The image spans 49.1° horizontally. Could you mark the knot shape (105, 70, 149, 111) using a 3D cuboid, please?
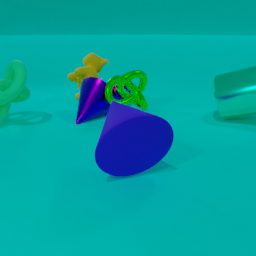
[{"bbox_3d":[0.090,-0.939,7.685,1.341,1.255,0.620,-25,30,40],"label":"knot shape"}]

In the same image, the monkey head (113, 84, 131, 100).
[{"bbox_3d":[-0.429,-1.327,9.554,1.373,0.827,0.988,-30,48,0],"label":"monkey head"}]

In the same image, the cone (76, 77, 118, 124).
[{"bbox_3d":[-1.169,-0.563,8.239,1.336,1.336,1.341,11,49,28],"label":"cone"}]

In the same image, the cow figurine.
[{"bbox_3d":[-1.314,-1.846,10.181,1.664,1.691,0.928,-19,0,-45],"label":"cow figurine"}]

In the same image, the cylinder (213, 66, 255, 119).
[{"bbox_3d":[3.270,-0.997,7.947,1.324,1.324,1.324,-10,13,32],"label":"cylinder"}]

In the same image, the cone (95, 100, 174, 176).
[{"bbox_3d":[-0.092,-0.102,5.158,1.396,1.396,1.402,-7,42,-19],"label":"cone"}]

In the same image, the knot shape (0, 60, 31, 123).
[{"bbox_3d":[-3.290,-1.033,7.611,0.869,1.759,1.880,39,21,-7],"label":"knot shape"}]
